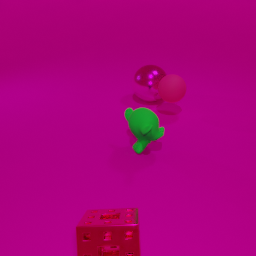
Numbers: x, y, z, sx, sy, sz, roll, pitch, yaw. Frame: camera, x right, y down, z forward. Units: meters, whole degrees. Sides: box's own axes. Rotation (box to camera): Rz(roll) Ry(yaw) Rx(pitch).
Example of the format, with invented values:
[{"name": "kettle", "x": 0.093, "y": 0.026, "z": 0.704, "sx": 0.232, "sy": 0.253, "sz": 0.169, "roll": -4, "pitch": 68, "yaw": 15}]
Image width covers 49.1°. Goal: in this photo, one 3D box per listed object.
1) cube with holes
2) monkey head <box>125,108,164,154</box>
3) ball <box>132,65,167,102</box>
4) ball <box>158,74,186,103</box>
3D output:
[{"name": "cube with holes", "x": -0.232, "y": 1.648, "z": 3.950, "sx": 0.806, "sy": 0.806, "sz": 0.806, "roll": -3, "pitch": -1, "yaw": 2}, {"name": "monkey head", "x": 0.314, "y": 0.042, "z": 6.870, "sx": 0.875, "sy": 1.044, "sz": 1.452, "roll": 37, "pitch": 3, "yaw": -30}, {"name": "ball", "x": 0.768, "y": -1.525, "z": 9.597, "sx": 1.271, "sy": 1.271, "sz": 1.271, "roll": 0, "pitch": 29, "yaw": 0}, {"name": "ball", "x": 1.339, "y": -1.194, "z": 8.511, "sx": 0.855, "sy": 0.855, "sz": 0.855, "roll": 0, "pitch": 29, "yaw": 0}]
